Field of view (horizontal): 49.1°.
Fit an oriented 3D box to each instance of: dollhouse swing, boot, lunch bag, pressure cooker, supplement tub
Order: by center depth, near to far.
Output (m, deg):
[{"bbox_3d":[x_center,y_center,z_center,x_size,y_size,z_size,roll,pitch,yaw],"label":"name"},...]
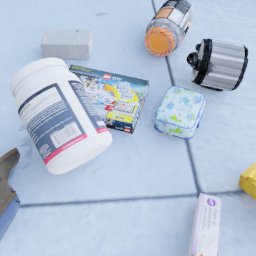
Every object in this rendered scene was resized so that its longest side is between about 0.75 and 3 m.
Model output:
[{"bbox_3d":[4.002,1.419,6.976,1.546,1.598,1.758,-42,60,-4],"label":"dollhouse swing"},{"bbox_3d":[-3.283,1.729,7.199,1.337,1.031,2.759,40,37,-12],"label":"boot"},{"bbox_3d":[-1.781,-0.294,7.408,1.845,1.845,2.629,-27,82,-20],"label":"supplement tub"},{"bbox_3d":[1.666,-0.485,8.842,1.371,0.703,1.706,16,54,18],"label":"lunch bag"},{"bbox_3d":[2.879,-2.163,9.434,1.830,1.609,1.634,12,74,1],"label":"pressure cooker"},{"bbox_3d":[1.628,-4.013,11.176,1.480,1.480,2.416,20,55,15],"label":"supplement tub"}]

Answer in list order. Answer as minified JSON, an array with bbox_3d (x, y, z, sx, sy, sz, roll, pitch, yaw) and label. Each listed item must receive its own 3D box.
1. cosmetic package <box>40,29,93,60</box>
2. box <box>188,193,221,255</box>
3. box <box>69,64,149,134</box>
[{"bbox_3d":[-2.374,-3.290,11.032,1.875,0.846,1.002,2,55,-2],"label":"cosmetic package"},{"bbox_3d":[1.628,2.763,6.154,0.542,0.580,2.800,14,43,11],"label":"box"},{"bbox_3d":[-0.944,-1.044,9.415,2.938,0.554,2.006,14,53,11],"label":"box"}]
